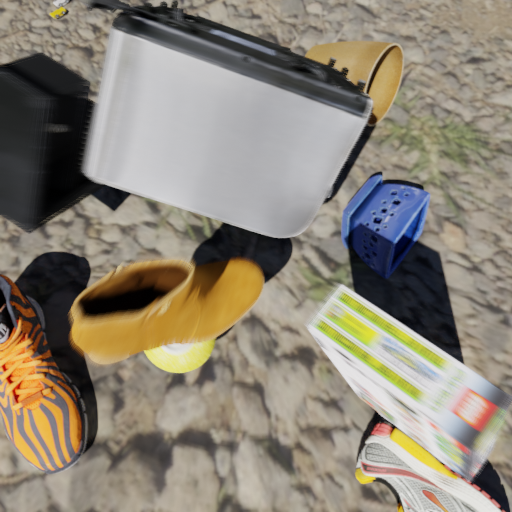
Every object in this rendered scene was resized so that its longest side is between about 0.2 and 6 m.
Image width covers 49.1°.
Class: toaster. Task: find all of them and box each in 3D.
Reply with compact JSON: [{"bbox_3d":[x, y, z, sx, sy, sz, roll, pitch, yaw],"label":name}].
[{"bbox_3d":[-0.549,-2.164,8.108,3.754,2.228,3.395,17,23,-9],"label":"toaster"}]

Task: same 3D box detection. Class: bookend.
[{"bbox_3d":[-2.940,-1.968,8.542,1.093,2.359,2.374,32,40,7],"label":"bookend"}]

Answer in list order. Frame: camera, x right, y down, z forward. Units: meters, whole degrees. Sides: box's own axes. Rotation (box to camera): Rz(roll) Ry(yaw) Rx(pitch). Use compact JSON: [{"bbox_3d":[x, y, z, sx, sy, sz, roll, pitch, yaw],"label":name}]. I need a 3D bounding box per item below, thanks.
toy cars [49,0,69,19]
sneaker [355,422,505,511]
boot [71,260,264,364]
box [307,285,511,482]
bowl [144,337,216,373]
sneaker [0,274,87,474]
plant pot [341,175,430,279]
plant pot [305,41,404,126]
[{"bbox_3d":[-4.675,-5.892,13.348,0.346,0.171,0.772,4,61,-2],"label":"toy cars"},{"bbox_3d":[2.668,3.710,8.320,2.660,1.035,1.093,33,73,25],"label":"sneaker"},{"bbox_3d":[-0.864,0.488,6.875,2.775,1.987,0.976,-23,76,-24],"label":"boot"},{"bbox_3d":[1.804,1.619,6.408,1.842,3.347,0.581,35,80,29],"label":"box"},{"bbox_3d":[-1.171,1.175,8.311,1.162,0.625,1.162,0,84,-4],"label":"bowl"},{"bbox_3d":[-3.799,1.731,8.686,1.304,1.884,3.362,-29,67,-13],"label":"sneaker"},{"bbox_3d":[2.275,-0.591,10.190,1.167,1.298,1.298,32,68,23],"label":"plant pot"},{"bbox_3d":[1.896,-3.772,11.662,1.767,1.647,1.647,28,67,28],"label":"plant pot"}]
